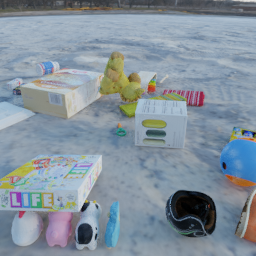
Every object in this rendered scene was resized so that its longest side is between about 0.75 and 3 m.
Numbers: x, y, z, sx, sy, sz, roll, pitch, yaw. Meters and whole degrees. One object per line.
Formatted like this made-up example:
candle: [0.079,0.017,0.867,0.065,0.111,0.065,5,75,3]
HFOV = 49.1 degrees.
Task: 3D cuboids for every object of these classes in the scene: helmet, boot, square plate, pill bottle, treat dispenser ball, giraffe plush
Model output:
helmet: [1.293,1.817,5.955,0.954,1.001,1.001,-5,20,39]
boot: [2.940,1.971,6.250,0.771,0.539,1.437,18,40,23]
square plate: [-5.146,-0.539,11.167,2.015,0.289,2.034,17,33,30]
pill bottle: [-3.634,-2.734,12.737,0.540,0.540,0.961,24,38,38]
treat dispenser ball: [3.117,0.891,7.429,1.290,1.290,1.290,0,28,0]
giraffe plush: [-0.190,-1.877,11.749,1.799,2.219,1.914,20,13,-12]

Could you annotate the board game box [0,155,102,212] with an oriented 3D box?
board game box: [-1.748,1.189,6.726,1.834,0.467,2.728,0,8,4]

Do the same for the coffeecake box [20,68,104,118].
coffeecake box: [-2.750,-1.655,12.387,2.292,1.091,2.986,11,30,22]

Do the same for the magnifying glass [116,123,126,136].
magnifying glass: [-0.271,0.051,10.248,0.358,0.101,0.900,-4,27,-7]

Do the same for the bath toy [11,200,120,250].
bath toy: [-1.320,1.942,5.899,2.271,0.840,0.988,0,25,1]

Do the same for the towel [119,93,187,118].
towel: [1.066,-1.008,11.963,2.701,0.244,1.163,-15,26,-17]

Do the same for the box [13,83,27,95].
box: [-4.740,-1.886,13.716,1.408,0.265,0.961,4,28,8]

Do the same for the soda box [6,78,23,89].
soda box: [-5.834,-2.282,14.430,0.318,0.297,0.934,7,29,13]

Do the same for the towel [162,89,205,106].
towel: [2.523,-1.390,12.848,1.921,0.216,1.389,5,30,14]

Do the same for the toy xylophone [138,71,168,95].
toy xylophone: [1.024,-2.339,14.213,1.735,0.595,2.370,13,31,23]

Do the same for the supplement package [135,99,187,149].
supplement package: [1.097,-0.162,9.427,1.619,1.229,1.220,4,28,7]

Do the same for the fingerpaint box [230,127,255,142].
fingerpaint box: [3.977,0.381,9.319,1.045,0.383,0.872,13,30,23]
